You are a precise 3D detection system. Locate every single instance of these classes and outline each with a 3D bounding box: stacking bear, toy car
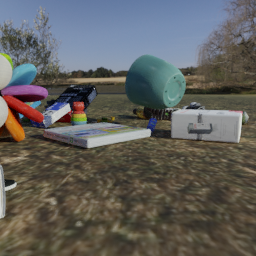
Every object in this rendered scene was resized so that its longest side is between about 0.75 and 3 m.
[{"bbox_3d":[-1.936,-0.449,10.944,0.698,1.150,0.654,-4,10,-22],"label":"stacking bear"},{"bbox_3d":[-3.714,-0.942,9.009,2.149,2.865,2.508,4,-7,-7],"label":"toy car"}]

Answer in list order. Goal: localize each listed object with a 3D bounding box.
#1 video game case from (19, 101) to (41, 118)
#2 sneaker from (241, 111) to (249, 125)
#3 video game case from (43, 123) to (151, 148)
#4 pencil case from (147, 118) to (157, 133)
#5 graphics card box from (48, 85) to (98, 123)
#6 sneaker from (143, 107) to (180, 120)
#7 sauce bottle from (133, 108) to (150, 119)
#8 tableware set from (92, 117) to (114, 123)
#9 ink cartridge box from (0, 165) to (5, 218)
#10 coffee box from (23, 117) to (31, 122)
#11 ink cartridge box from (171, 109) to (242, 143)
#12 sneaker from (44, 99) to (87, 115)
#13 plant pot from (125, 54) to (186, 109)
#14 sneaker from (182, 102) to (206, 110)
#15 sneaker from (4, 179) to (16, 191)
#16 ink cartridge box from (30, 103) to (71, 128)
[{"bbox_3d":[-5.738,-0.994,12.855,2.863,0.255,2.049,16,44,28],"label":"video game case"},{"bbox_3d":[5.220,-0.512,13.271,0.716,0.535,1.596,7,13,12],"label":"sneaker"},{"bbox_3d":[-1.050,0.185,9.665,2.521,0.305,2.769,9,12,44],"label":"video game case"},{"bbox_3d":[0.897,-0.114,10.621,0.326,0.293,0.751,33,33,-4],"label":"pencil case"},{"bbox_3d":[-2.853,-1.295,14.283,1.640,0.665,2.614,3,41,25],"label":"graphics card box"},{"bbox_3d":[1.858,-0.760,14.683,2.069,0.783,1.195,12,5,7],"label":"sneaker"},{"bbox_3d":[0.746,-0.846,15.465,0.571,0.571,1.728,-4,9,-24],"label":"sauce bottle"},{"bbox_3d":[-1.106,-0.419,13.825,0.902,0.205,1.339,5,10,26],"label":"tableware set"},{"bbox_3d":[-2.827,0.855,3.747,1.921,0.814,1.399,4,10,33],"label":"ink cartridge box"},{"bbox_3d":[-4.788,-0.456,14.084,0.535,0.191,0.869,4,10,23],"label":"coffee box"},{"bbox_3d":[2.714,-0.126,9.637,2.180,0.925,1.588,5,10,23],"label":"ink cartridge box"},{"bbox_3d":[-3.526,-1.051,15.492,1.621,1.075,2.848,-18,21,-37],"label":"sneaker"},{"bbox_3d":[1.299,-1.818,11.837,2.259,2.259,1.813,-8,26,-43],"label":"plant pot"},{"bbox_3d":[3.920,-0.973,15.750,1.138,0.755,2.000,8,18,38],"label":"sneaker"},{"bbox_3d":[-2.392,0.855,4.832,0.844,0.472,0.308,-3,10,-20],"label":"sneaker"},{"bbox_3d":[-3.418,-0.591,12.470,0.810,0.381,1.723,6,32,30],"label":"ink cartridge box"}]
